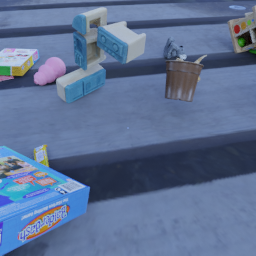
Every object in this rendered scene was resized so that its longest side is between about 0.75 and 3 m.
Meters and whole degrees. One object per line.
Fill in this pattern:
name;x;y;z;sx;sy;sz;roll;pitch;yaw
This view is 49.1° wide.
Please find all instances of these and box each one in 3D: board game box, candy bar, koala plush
board game box;-4.675;-2.718;11.402;1.513;0.399;1.978;3;34;4
board game box;-2.500;1.152;5.336;2.814;0.633;2.140;18;15;31
candy bar;-2.057;0.974;6.778;0.413;0.183;1.655;-29;43;0
koala plush;2.095;-3.351;12.192;0.920;0.845;0.816;10;44;-21

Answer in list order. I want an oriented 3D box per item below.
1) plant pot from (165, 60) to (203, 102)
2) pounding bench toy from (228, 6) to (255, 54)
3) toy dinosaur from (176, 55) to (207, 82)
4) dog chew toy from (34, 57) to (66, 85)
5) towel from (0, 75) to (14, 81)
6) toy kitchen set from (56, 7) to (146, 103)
plant pot;1.598;-1.375;8.383;1.123;1.111;1.123;7;8;-1
pounding bench toy;5.654;-3.864;12.240;1.467;2.361;1.842;-15;3;-19
toy dinosaur;2.276;-2.177;10.792;1.164;0.670;2.301;24;49;6
dog chew toy;-2.900;-2.031;10.269;0.791;0.791;1.270;26;58;30
towel;-4.785;-2.035;10.873;0.553;0.086;0.765;-18;42;-24
toy kitchen set;-0.919;-1.761;8.410;1.671;2.837;2.273;-33;60;-30
